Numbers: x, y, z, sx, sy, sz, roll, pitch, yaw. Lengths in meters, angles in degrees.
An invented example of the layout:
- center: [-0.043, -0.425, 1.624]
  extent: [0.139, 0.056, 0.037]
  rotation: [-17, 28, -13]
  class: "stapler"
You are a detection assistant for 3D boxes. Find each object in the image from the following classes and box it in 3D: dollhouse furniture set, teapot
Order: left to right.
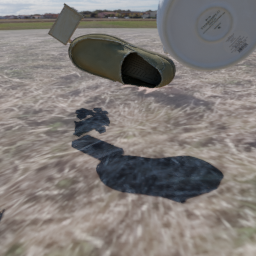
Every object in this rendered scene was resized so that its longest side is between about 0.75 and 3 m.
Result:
- center: [-1.920, -3.522, 10.208]
  extent: [1.290, 1.102, 2.489]
  rotation: [32, 11, -15]
  class: "dollhouse furniture set"
- center: [1.165, -1.668, 3.876]
  extent: [1.587, 1.567, 1.159]
  rotation: [-3, 40, 15]
  class: "teapot"

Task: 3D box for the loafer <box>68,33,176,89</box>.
- center: [-0.216, -1.744, 7.285]
  extent: [2.964, 1.127, 0.999]
  rotation: [12, 23, 6]
  class: "loafer"
